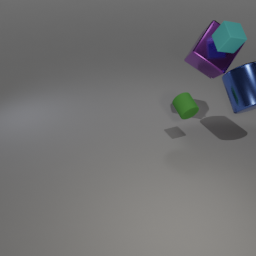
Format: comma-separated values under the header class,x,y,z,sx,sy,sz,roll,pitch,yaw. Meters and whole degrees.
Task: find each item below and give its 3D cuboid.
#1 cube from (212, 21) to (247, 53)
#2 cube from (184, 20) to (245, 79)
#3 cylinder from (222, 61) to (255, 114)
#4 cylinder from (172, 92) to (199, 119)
class,x,y,z,sx,sy,sz,roll,pitch,yaw
cube,3.339,-2.997,9.261,0.700,0.700,0.700,-1,64,-22
cube,3.208,-2.889,10.582,1.400,1.400,1.400,33,0,-2
cylinder,4.153,-1.365,9.689,1.400,1.400,1.400,-16,-9,-3
cylinder,2.028,-0.777,9.879,0.700,0.700,0.700,-13,60,-21
